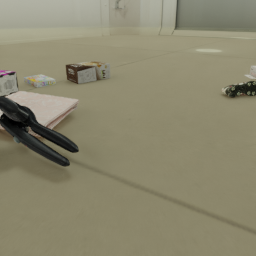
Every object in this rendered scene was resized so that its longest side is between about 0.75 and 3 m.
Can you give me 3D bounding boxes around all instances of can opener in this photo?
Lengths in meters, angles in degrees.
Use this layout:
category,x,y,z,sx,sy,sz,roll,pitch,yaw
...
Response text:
category,x,y,z,sx,sy,sz,roll,pitch,yaw
can opener,-1.900,0.129,5.638,2.261,0.717,0.889,32,-1,27

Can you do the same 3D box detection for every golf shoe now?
category,x,y,z,sx,sy,sz,roll,pitch,yaw
golf shoe,4.016,-1.410,9.897,1.383,0.534,0.609,-6,17,-15

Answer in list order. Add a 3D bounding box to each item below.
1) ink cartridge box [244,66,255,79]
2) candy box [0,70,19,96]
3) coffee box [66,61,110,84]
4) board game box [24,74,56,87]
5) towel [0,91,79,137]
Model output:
category,x,y,z,sx,sy,sz,roll,pitch,yaw
ink cartridge box,5.983,-2.482,12.436,1.336,0.446,0.774,-1,23,-3
candy box,-5.329,-1.382,9.439,1.781,0.796,2.611,10,26,21
coffee box,-1.694,-2.420,12.016,1.659,0.661,0.949,-19,30,-37
board game box,-3.624,-1.940,11.477,0.805,0.205,1.198,-21,31,-39
towel,-2.674,-0.445,7.500,2.132,0.344,2.036,9,27,16
